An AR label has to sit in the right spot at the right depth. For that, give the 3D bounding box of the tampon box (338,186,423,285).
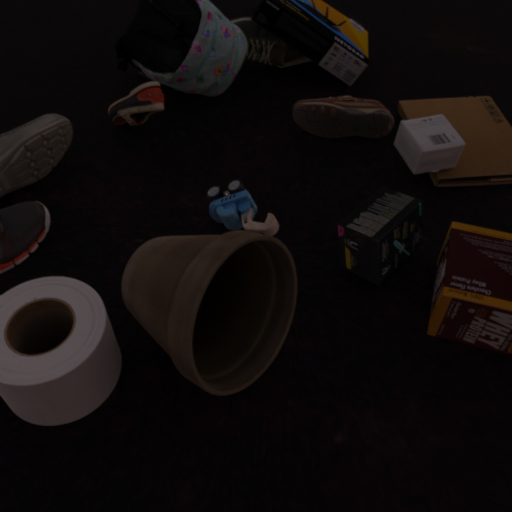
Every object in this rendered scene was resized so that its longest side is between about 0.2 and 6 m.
[{"bbox_3d":[1.920,-0.330,8.637,0.756,0.898,1.198,28,53,37],"label":"tampon box"}]

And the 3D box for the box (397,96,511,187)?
[{"bbox_3d":[4.009,-2.257,10.767,2.004,0.261,2.451,-4,50,-6],"label":"box"}]

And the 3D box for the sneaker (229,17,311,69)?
[{"bbox_3d":[0.271,-4.649,12.371,2.439,0.818,1.095,-10,48,-23],"label":"sneaker"}]

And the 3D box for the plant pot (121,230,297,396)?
[{"bbox_3d":[-0.755,0.545,7.459,1.801,2.075,2.075,17,49,37],"label":"plant pot"}]

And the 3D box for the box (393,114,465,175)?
[{"bbox_3d":[3.022,-1.961,9.827,0.857,0.563,0.862,-12,53,-14],"label":"box"}]

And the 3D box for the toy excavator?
[{"bbox_3d":[-0.213,-0.648,8.946,1.119,0.575,1.151,-16,49,14],"label":"toy excavator"}]

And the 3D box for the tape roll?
[{"bbox_3d":[-2.635,1.213,7.236,1.614,1.108,1.614,0,50,0],"label":"tape roll"}]

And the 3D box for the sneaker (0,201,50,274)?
[{"bbox_3d":[-4.411,-0.250,8.525,2.604,1.066,1.004,-35,57,-26],"label":"sneaker"}]

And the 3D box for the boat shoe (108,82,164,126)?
[{"bbox_3d":[-2.288,-2.772,10.675,0.599,0.527,1.684,-20,5,-42],"label":"boat shoe"}]

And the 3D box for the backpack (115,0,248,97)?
[{"bbox_3d":[-1.477,-4.393,11.318,1.715,2.261,2.709,7,25,-41],"label":"backpack"}]

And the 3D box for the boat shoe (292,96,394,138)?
[{"bbox_3d":[1.678,-2.767,10.994,1.977,0.749,0.710,7,45,-6],"label":"boat shoe"}]

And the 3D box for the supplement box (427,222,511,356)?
[{"bbox_3d":[3.315,0.468,7.982,1.418,0.955,1.438,13,50,11],"label":"supplement box"}]

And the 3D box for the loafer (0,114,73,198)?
[{"bbox_3d":[-4.562,-1.563,9.658,1.096,1.098,3.140,34,57,16],"label":"loafer"}]

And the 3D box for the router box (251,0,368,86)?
[{"bbox_3d":[1.217,-5.017,12.080,2.589,0.661,1.931,27,43,-18],"label":"router box"}]
